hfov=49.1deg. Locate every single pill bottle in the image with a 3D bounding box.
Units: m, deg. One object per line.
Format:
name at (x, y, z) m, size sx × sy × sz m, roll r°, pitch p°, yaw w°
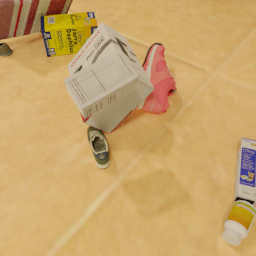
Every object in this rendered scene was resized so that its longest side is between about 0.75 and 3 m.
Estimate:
pill bottle at (2.364, 2.031, 5.986) m, size 0.489 × 0.489 × 0.881 m, roll 29°, pitch 54°, yaw 23°

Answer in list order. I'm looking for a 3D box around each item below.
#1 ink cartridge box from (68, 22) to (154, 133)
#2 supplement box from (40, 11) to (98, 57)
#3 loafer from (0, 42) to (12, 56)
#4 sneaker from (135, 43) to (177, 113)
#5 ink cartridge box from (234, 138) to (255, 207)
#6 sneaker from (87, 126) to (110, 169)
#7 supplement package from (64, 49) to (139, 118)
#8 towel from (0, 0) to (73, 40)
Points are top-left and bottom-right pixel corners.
ink cartridge box at (-0.636, -1.480, 8.051) m, size 1.070 × 1.895 × 2.582 m, roll 22°, pitch 33°, yaw -41°
supplement box at (-2.145, -3.522, 10.485) m, size 2.011 × 1.095 × 1.101 m, roll -10°, pitch 49°, yaw -8°
loafer at (-5.077, -3.062, 10.470) m, size 1.470 × 0.512 × 0.553 m, roll 6°, pitch 49°, yaw 5°
sneaker at (0.959, -1.543, 8.988) m, size 1.284 × 1.091 × 2.961 m, roll 21°, pitch 53°, yaw -3°
ink cartridge box at (3.167, 1.077, 6.945) m, size 0.865 × 0.339 × 1.826 m, roll 13°, pitch 52°, yaw 12°
sneaker at (-0.784, 0.323, 7.388) m, size 0.485 × 0.650 × 1.448 m, roll -13°, pitch 50°, yaw -11°
supplement package at (-0.531, -0.873, 5.654) m, size 1.276 × 0.699 × 0.726 m, roll -31°, pitch 80°, yaw -11°
towel at (-3.491, -4.133, 10.302) m, size 2.809 × 2.023 × 0.319 m, roll -26°, pitch 86°, yaw -34°
